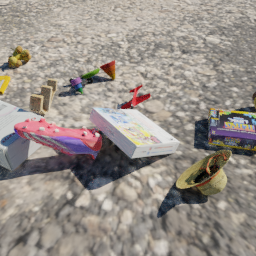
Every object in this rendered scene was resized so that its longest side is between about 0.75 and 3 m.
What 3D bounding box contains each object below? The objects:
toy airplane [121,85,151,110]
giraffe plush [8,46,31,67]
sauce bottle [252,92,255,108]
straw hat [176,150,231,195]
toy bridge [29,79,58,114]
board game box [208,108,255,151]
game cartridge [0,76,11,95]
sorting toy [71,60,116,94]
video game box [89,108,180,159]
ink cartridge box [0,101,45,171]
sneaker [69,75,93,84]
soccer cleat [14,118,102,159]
[{"bbox_3d":[0.264,-1.125,10.258,1.390,0.256,1.390,-30,29,19],"label":"toy airplane"},{"bbox_3d":[-5.168,-3.238,13.044,1.065,0.919,0.863,16,63,3],"label":"giraffe plush"},{"bbox_3d":[5.067,-0.252,9.288,0.970,0.970,2.997,-1,40,-1],"label":"sauce bottle"},{"bbox_3d":[2.198,1.361,7.466,1.714,1.714,0.725,-38,95,-36],"label":"straw hat"},{"bbox_3d":[-2.999,-1.048,10.142,0.390,0.964,2.866,9,20,-7],"label":"toy bridge"},{"bbox_3d":[3.582,0.016,9.306,1.755,0.498,1.450,7,39,9],"label":"board game box"},{"bbox_3d":[-5.646,-1.792,11.689,1.174,0.216,1.332,-3,41,-4],"label":"game cartridge"},{"bbox_3d":[-1.294,-2.072,11.719,2.265,0.780,0.785,-35,19,-30],"label":"sorting toy"},{"bbox_3d":[0.192,0.088,8.633,1.979,0.508,2.172,2,29,-46],"label":"video game box"},{"bbox_3d":[-3.945,0.137,8.790,2.310,0.956,1.683,20,44,22],"label":"ink cartridge box"},{"bbox_3d":[-2.009,-2.065,11.943,1.011,0.336,0.457,-6,37,-12],"label":"sneaker"},{"bbox_3d":[-1.988,0.360,8.080,2.507,0.958,0.836,7,23,-16],"label":"soccer cleat"}]
